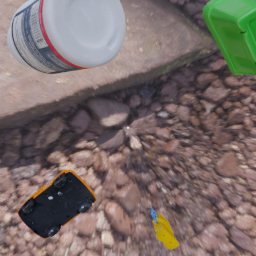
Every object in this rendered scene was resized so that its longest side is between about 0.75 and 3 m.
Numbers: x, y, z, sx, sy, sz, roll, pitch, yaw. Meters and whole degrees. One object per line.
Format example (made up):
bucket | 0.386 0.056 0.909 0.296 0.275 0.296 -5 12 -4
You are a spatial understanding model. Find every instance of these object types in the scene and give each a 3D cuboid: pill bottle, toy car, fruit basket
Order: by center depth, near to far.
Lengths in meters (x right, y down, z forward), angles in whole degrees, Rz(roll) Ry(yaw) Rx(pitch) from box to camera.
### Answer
toy car | -0.347 1.110 3.439 1.788 0.595 0.877 33 100 -12
pill bottle | -1.275 -1.705 5.055 2.350 1.405 1.405 8 59 50
fruit basket | 2.835 -2.194 5.352 2.612 2.612 1.884 -45 114 -16
